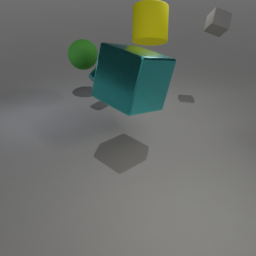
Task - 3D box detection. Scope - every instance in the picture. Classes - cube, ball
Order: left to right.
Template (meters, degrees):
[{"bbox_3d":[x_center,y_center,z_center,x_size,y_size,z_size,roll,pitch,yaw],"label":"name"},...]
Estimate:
[{"bbox_3d":[-2.115,-3.449,13.163,1.400,1.400,1.400,0,30,0],"label":"ball"},{"bbox_3d":[0.128,-1.271,7.136,1.400,1.400,1.400,30,28,34],"label":"cube"},{"bbox_3d":[3.430,-4.036,10.710,0.700,0.700,0.700,16,-9,-10],"label":"cube"}]

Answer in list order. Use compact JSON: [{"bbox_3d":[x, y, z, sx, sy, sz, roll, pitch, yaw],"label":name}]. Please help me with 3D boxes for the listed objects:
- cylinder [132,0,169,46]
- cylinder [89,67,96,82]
[{"bbox_3d":[0.872,-4.084,11.011,1.400,1.400,1.400,1,5,0],"label":"cylinder"},{"bbox_3d":[-1.216,-2.277,12.045,0.700,0.700,0.700,31,79,42],"label":"cylinder"}]
